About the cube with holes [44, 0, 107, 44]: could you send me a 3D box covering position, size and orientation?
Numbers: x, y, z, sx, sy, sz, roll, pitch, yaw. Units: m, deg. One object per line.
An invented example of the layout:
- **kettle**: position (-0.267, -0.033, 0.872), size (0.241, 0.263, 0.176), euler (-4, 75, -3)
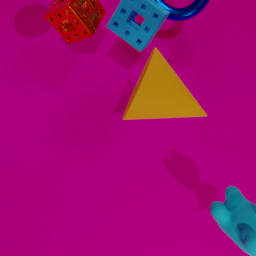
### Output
- **cube with holes**: position (-1.183, -2.594, 6.365), size (0.841, 0.841, 0.841), euler (-2, 55, 39)

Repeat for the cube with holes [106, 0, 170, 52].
- **cube with holes**: position (0.212, -2.047, 5.277), size (0.777, 0.777, 0.777), euler (36, 28, -3)

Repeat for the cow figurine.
- **cow figurine**: position (1.725, 1.467, 3.716), size (0.687, 1.231, 1.251), euler (-42, 43, -11)

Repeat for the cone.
- **cone**: position (0.592, -0.369, 3.689), size (1.016, 1.012, 1.012), euler (24, 69, -4)

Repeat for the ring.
- **ring**: position (1.168, -3.171, 6.263), size (1.469, 0.294, 1.469), euler (4, 110, 11)
